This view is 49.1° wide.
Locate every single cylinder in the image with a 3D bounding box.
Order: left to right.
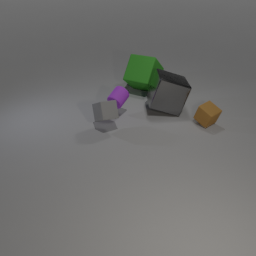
[{"bbox_3d":[-0.412,-1.298,11.849,0.700,0.700,0.700,19,61,30],"label":"cylinder"}]

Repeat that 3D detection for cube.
[{"bbox_3d":[-0.859,-0.646,10.664,0.700,0.700,0.700,-11,3,-34],"label":"cube"},{"bbox_3d":[0.805,-2.758,14.245,1.400,1.400,1.400,16,-5,26],"label":"cube"},{"bbox_3d":[1.737,-1.572,12.248,1.400,1.400,1.400,14,28,-11],"label":"cube"},{"bbox_3d":[3.207,-0.550,11.294,0.700,0.700,0.700,-26,58,-31],"label":"cube"}]
